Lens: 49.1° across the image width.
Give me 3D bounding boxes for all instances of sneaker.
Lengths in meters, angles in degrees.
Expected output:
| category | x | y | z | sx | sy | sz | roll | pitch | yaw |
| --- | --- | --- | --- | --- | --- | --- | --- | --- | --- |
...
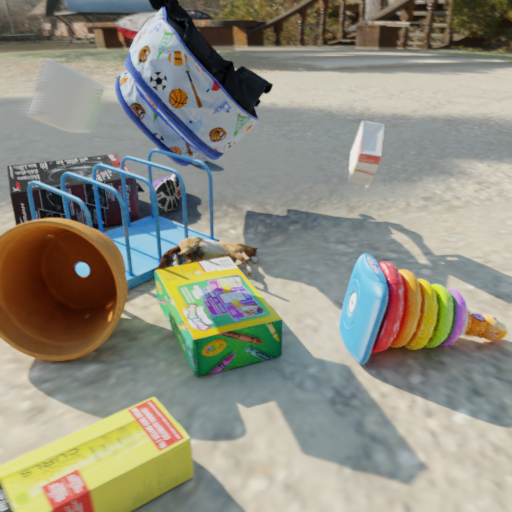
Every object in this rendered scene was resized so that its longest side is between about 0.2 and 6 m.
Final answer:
| category | x | y | z | sx | sy | sz | roll | pitch | yaw |
| --- | --- | --- | --- | --- | --- | --- | --- | --- | --- |
| sneaker | -2.312 | -1.512 | 13.760 | 0.774 | 0.748 | 1.855 | -13 | 16 | 8 |

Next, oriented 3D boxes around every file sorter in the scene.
| category | x | y | z | sx | sy | sz | roll | pitch | yaw |
| --- | --- | --- | --- | --- | --- | --- | --- | --- | --- |
| file sorter | -2.499 | -0.766 | 10.726 | 2.069 | 1.829 | 2.982 | 20 | 33 | 36 |

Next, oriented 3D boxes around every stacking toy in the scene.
| category | x | y | z | sx | sy | sz | roll | pitch | yaw |
| --- | --- | --- | --- | --- | --- | --- | --- | --- | --- |
| stacking toy | 2.588 | 0.898 | 8.307 | 2.460 | 1.350 | 1.428 | 10 | 23 | -6 |

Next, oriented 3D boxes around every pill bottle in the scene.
| category | x | y | z | sx | sy | sz | roll | pitch | yaw |
| --- | --- | --- | --- | --- | --- | --- | --- | --- | --- |
| pill bottle | -1.962 | -3.149 | 16.934 | 0.595 | 0.595 | 1.071 | -17 | 31 | -30 |

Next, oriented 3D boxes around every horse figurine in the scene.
| category | x | y | z | sx | sy | sz | roll | pitch | yaw |
| --- | --- | --- | --- | --- | --- | --- | --- | --- | --- |
| horse figurine | -0.887 | 0.042 | 10.492 | 2.005 | 0.500 | 1.329 | 2 | 32 | -8 |

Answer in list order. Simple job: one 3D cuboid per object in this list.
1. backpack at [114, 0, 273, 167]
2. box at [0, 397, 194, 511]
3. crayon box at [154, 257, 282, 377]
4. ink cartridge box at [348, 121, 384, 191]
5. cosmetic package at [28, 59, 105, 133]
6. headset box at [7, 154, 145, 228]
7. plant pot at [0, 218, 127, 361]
| category | x | y | z | sx | sy | sz | roll | pitch | yaw |
| --- | --- | --- | --- | --- | --- | --- | --- | --- | --- |
| backpack | -1.477 | -3.624 | 12.188 | 3.541 | 2.728 | 3.373 | 37 | 11 | -23 |
| box | -1.899 | 2.365 | 5.721 | 2.424 | 0.607 | 0.912 | -17 | 31 | -31 |
| crayon box | -0.660 | 0.847 | 8.745 | 1.345 | 0.660 | 2.265 | -10 | 28 | -20 |
| ink cartridge box | 2.151 | -1.952 | 11.167 | 0.452 | 1.339 | 0.780 | 9 | 67 | 2 |
| cosmetic package | -2.894 | -2.417 | 8.664 | 0.686 | 0.870 | 1.616 | 22 | 10 | -13 |
| headset box | -4.099 | -1.478 | 12.949 | 2.908 | 1.123 | 2.164 | -10 | 28 | -22 |
| plant pot | -2.857 | 0.365 | 8.461 | 2.046 | 2.046 | 1.432 | 1 | 12 | 1 |
